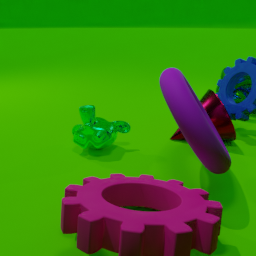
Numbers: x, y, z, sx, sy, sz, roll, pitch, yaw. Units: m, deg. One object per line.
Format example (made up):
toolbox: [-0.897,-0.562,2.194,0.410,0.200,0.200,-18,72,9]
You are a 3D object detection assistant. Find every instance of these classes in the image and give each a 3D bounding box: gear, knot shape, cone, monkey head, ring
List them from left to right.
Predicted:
monkey head: [-0.707,-0.034,6.034,1.417,1.019,0.854,-5,13,16]
gear: [0.159,1.028,3.570,1.946,0.360,1.946,4,6,0]
ring: [1.122,-0.136,4.669,0.388,1.941,1.941,-30,15,17]
cone: [1.584,-0.020,6.578,1.331,1.326,1.326,-26,21,6]
gear: [2.689,-0.909,6.609,0.272,1.472,1.472,12,15,-26]
knot shape: [3.478,-1.182,8.483,2.074,0.958,1.941,35,16,35]
